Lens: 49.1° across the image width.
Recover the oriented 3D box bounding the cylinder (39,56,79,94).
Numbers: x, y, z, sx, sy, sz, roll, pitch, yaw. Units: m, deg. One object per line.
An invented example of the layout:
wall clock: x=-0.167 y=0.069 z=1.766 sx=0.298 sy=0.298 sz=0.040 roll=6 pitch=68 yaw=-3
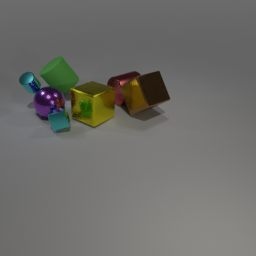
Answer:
cylinder: x=-3.394 y=-2.582 z=13.898 sx=1.400 sy=1.400 sz=1.400 roll=-27 pitch=32 yaw=19

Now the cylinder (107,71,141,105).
cylinder: x=-0.091 y=-1.979 z=13.832 sx=1.400 sy=1.400 sz=1.400 roll=-22 pitch=38 yaw=-32

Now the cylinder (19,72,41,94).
cylinder: x=-4.358 y=-2.010 z=12.487 sx=0.700 sy=0.700 sz=0.700 roll=-6 pitch=61 yaw=11

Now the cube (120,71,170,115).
cube: x=0.759 y=-1.551 z=12.528 sx=1.400 sy=1.400 sz=1.400 roll=-21 pitch=0 yaw=-34

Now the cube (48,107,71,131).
cube: x=-2.844 y=-0.385 z=11.630 sx=0.700 sy=0.700 sz=0.700 roll=-16 pitch=20 yaw=-2

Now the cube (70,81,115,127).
cube: x=-1.537 y=-1.106 z=12.337 sx=1.400 sy=1.400 sz=1.400 roll=21 pitch=33 yaw=31

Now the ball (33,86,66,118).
ball: x=-3.507 y=-1.157 z=12.509 sx=1.400 sy=1.400 sz=1.400 roll=0 pitch=32 yaw=0
